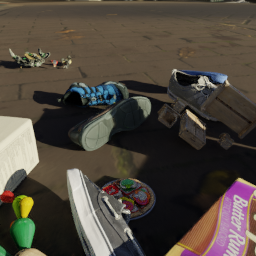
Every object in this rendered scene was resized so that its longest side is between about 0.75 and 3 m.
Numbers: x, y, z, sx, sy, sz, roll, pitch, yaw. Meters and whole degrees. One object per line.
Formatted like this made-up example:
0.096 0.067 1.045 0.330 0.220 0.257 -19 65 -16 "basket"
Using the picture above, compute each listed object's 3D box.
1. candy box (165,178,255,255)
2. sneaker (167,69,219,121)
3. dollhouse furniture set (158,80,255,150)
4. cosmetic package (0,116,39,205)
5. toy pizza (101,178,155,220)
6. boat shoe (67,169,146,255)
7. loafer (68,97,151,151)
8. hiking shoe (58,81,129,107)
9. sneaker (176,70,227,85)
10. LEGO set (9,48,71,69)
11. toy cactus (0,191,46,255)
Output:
1.277 1.795 3.021 1.620 0.784 2.777 26 39 38 "candy box"
2.019 -0.901 7.493 2.267 0.929 0.847 23 59 27 "sneaker"
1.889 -0.583 6.058 1.665 1.952 0.953 35 31 -7 "dollhouse furniture set"
-2.403 0.692 4.781 0.732 1.037 2.003 6 28 11 "cosmetic package"
-0.031 1.166 4.814 1.009 0.160 1.009 0 29 0 "toy pizza"
-0.329 1.301 3.960 0.726 0.769 2.143 -13 34 -22 "boat shoe"
-0.403 -0.248 6.788 0.732 0.836 2.326 17 35 40 "loafer"
-0.961 -0.858 8.088 1.998 0.743 0.866 2 35 23 "hiking shoe"
2.227 -1.411 8.747 0.636 0.706 1.812 -8 17 -38 "sneaker"
-3.654 -2.755 11.726 2.501 0.709 1.624 18 33 5 "LEGO set"
-1.562 1.555 3.525 1.571 0.974 1.904 15 22 7 "toy cactus"
